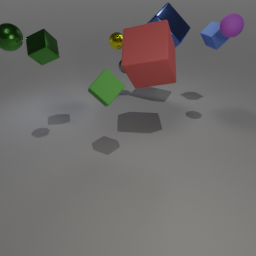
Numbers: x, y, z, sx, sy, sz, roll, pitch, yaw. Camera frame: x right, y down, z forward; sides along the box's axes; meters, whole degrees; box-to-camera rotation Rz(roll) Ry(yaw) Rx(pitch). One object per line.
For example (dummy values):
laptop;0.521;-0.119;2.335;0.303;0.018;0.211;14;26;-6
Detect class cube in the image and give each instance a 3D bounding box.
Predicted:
cube;-0.599;-1.078;7.638;0.700;0.700;0.700;-50;8;-6
cube;1.413;-3.872;11.366;1.400;1.400;1.400;-32;19;48
cube;3.457;-3.684;11.162;0.700;0.700;0.700;-43;41;1
cube;0.693;-2.250;8.774;1.400;1.400;1.400;-5;67;18
cube;-2.667;-2.516;8.770;0.700;0.700;0.700;-19;69;16

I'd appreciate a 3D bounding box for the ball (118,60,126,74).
ball;-0.095;-2.877;12.965;0.700;0.700;0.700;0;29;0

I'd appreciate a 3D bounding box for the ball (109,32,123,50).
ball;-0.454;-3.638;11.706;0.700;0.700;0.700;0;29;0

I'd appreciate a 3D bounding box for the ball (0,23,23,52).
ball;-3.081;-2.340;7.237;0.700;0.700;0.700;0;29;0

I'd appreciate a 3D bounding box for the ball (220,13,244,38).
ball;3.161;-3.126;8.536;0.700;0.700;0.700;0;29;0
